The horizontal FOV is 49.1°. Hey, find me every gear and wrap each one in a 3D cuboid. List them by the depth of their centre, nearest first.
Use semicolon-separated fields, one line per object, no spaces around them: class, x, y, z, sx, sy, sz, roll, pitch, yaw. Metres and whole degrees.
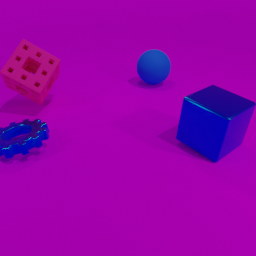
gear;-2.413;0.202;6.171;1.307;0.242;1.307;-7;28;4

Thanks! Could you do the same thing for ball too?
ball;0.860;-2.040;9.388;1.149;1.149;1.149;0;30;0

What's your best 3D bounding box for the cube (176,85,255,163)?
cube;1.880;-0.138;6.119;1.104;1.104;1.104;-24;43;-35

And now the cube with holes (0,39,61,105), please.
cube with holes;-2.589;-1.473;7.592;1.079;1.079;1.079;28;73;-8
